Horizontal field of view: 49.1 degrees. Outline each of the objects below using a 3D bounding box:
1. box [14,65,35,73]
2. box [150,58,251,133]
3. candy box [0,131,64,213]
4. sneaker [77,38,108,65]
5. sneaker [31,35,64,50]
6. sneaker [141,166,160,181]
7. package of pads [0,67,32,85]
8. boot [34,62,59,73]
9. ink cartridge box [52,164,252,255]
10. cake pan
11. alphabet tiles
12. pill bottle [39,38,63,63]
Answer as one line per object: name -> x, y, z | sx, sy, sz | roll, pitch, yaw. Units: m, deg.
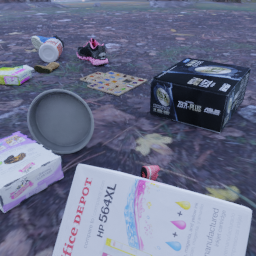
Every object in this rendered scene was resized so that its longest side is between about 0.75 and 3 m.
box -> -4.772, -2.683, 12.874 | 0.619, 0.156, 0.858 | -24, 36, -36
box -> 2.406, -1.242, 9.198 | 2.354, 1.238, 2.875 | 18, 34, 28
candy box -> -2.520, 0.849, 6.130 | 1.719, 0.615, 1.442 | 23, 37, 36
sneaker -> -1.827, -3.976, 14.146 | 0.985, 1.189, 2.494 | -22, 35, -31
sneaker -> -4.576, -4.942, 16.216 | 2.011, 0.772, 1.119 | 23, 43, 29
sneaker -> 0.412, 0.983, 5.365 | 0.353, 0.814, 0.300 | -12, 55, -20
package of pads -> -4.868, -2.143, 11.607 | 1.359, 0.464, 1.050 | 5, 28, 10
boot -> -3.762, -2.827, 12.997 | 0.854, 0.323, 0.976 | 16, 32, 2
ink cartridge box -> 0.196, 1.398, 3.560 | 2.262, 1.454, 1.417 | 11, -9, 21
cake pan -> -1.638, -0.168, 6.951 | 1.660, 1.660, 0.304 | 2, 18, 4
alphabet tiles -> -0.734, -1.933, 11.623 | 2.395, 0.090, 2.002 | 19, 35, 31
pill bottle -> -3.929, -4.061, 14.497 | 0.980, 0.980, 1.746 | -1, 29, -1
